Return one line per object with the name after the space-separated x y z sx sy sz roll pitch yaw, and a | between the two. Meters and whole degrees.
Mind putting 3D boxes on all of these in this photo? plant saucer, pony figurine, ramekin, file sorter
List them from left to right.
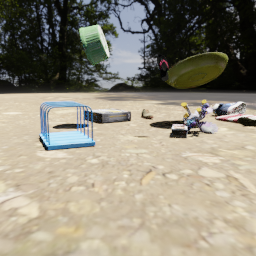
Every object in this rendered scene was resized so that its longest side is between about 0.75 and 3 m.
-2.010 -0.164 8.881 1.412 1.248 2.035 -5 11 -23 | file sorter
-1.374 -3.535 11.865 0.792 1.621 1.621 -16 8 7 | ramekin
3.045 -2.407 12.439 2.866 0.445 2.866 -11 -14 -3 | plant saucer
2.605 -0.416 10.399 1.386 1.195 1.435 -8 -34 5 | pony figurine

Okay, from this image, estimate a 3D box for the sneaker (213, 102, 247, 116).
5.654 -1.125 15.966 2.006 0.808 1.468 -15 21 -39 | sneaker

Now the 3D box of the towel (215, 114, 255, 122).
5.619 -0.424 13.567 1.624 0.256 2.254 -8 11 -31 | towel

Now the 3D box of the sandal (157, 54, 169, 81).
1.224 -2.080 9.572 0.358 0.952 0.215 -10 -5 -10 | sandal

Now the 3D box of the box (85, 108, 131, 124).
-1.042 -0.636 13.995 1.612 0.492 2.035 -5 10 -31 | box

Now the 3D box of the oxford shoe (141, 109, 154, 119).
0.994 -0.754 14.783 0.446 0.473 1.265 -4 10 -21 | oxford shoe

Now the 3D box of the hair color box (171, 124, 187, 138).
1.856 0.097 10.084 0.536 0.328 1.082 2 10 11 | hair color box

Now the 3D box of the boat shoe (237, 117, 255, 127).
5.313 -0.258 12.151 1.123 0.420 0.384 10 6 14 | boat shoe
